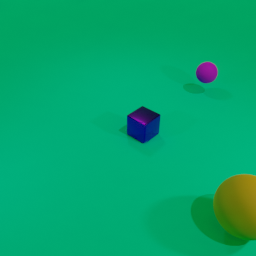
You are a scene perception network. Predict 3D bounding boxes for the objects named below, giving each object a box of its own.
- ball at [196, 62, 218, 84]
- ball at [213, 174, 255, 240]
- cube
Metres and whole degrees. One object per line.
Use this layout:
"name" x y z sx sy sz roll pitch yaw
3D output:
"ball" 2.859 -2.008 10.172 0.776 0.776 0.776 0 37 0
"ball" 2.386 1.577 5.641 1.278 1.278 1.278 0 37 0
"cube" 0.461 -0.103 8.385 0.721 0.721 0.721 29 46 32
